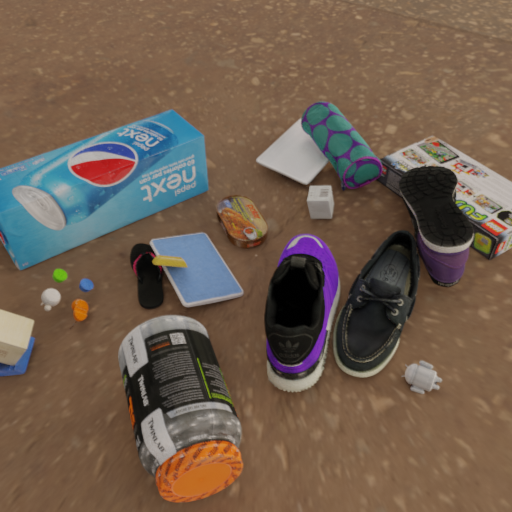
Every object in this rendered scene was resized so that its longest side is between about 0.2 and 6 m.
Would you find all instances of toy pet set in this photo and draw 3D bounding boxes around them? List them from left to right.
[{"bbox_3d":[-3.979,1.056,9.390,1.949,1.035,1.820,25,41,-27],"label":"toy pet set"}]

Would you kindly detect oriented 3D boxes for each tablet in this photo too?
[{"bbox_3d":[-1.144,0.218,10.564,1.213,0.127,1.865,-10,45,-28],"label":"tablet"}]

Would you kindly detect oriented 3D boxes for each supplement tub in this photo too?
[{"bbox_3d":[-1.066,2.093,7.875,1.416,1.416,2.311,-14,45,-13],"label":"supplement tub"}]

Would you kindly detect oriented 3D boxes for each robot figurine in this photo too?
[{"bbox_3d":[2.608,1.915,8.830,0.591,0.334,0.501,18,81,18],"label":"robot figurine"}]

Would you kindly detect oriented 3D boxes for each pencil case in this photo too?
[{"bbox_3d":[1.885,-2.509,12.712,0.978,1.062,2.297,-22,54,-7],"label":"pencil case"}]

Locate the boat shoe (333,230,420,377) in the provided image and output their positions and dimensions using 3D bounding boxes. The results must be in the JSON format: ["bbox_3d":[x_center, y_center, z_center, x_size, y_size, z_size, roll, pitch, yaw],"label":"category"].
[{"bbox_3d":[2.169,0.665,9.615,1.142,1.013,3.056,23,49,22],"label":"boat shoe"}]

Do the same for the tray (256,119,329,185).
[{"bbox_3d":[1.210,-2.534,13.345,1.374,0.284,2.558,27,50,19],"label":"tray"}]

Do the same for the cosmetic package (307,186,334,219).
[{"bbox_3d":[1.348,-1.113,11.680,0.457,0.554,0.457,1,50,17],"label":"cosmetic package"}]

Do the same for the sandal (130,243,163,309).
[{"bbox_3d":[-2.019,0.277,10.475,0.614,0.369,1.635,-10,45,-10],"label":"sandal"}]

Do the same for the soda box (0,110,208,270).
[{"bbox_3d":[-3.170,-1.457,11.446,4.327,1.468,1.388,-28,51,-26],"label":"soda box"}]

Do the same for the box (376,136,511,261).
[{"bbox_3d":[4.338,-1.373,12.008,1.792,0.565,3.256,-26,50,-24],"label":"box"}]

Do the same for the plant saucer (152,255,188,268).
[{"bbox_3d":[-1.554,0.091,10.094,0.602,0.146,0.602,5,4,-14],"label":"plant saucer"}]

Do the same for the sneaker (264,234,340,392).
[{"bbox_3d":[0.783,0.474,9.272,1.119,1.600,3.217,-1,43,11],"label":"sneaker"}]

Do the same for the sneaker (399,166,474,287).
[{"bbox_3d":[3.362,-0.608,10.791,1.116,1.291,2.948,-2,38,11],"label":"sneaker"}]

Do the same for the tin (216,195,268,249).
[{"bbox_3d":[-0.292,-0.715,11.557,0.834,0.312,1.489,-18,47,-12],"label":"tin"}]
